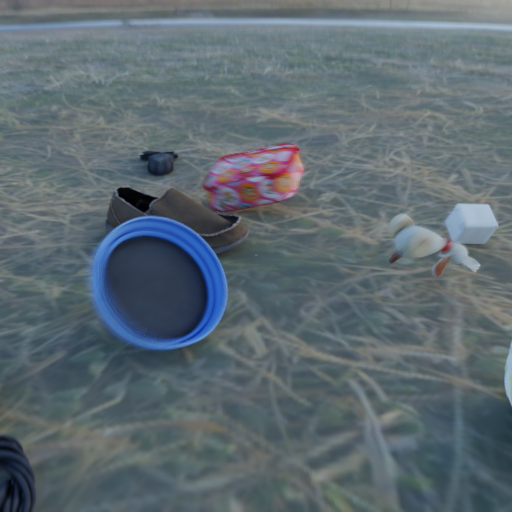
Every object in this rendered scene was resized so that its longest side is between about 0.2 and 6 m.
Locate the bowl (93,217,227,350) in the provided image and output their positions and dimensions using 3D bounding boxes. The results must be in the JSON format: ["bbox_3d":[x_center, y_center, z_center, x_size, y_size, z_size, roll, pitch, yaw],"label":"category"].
[{"bbox_3d":[-1.294,0.377,7.558,1.873,0.368,1.873,16,57,-26],"label":"bowl"}]

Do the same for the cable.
[{"bbox_3d":[-2.745,2.277,5.096,1.379,0.429,1.690,13,30,22],"label":"cable"}]

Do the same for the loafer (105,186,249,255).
[{"bbox_3d":[-1.499,-0.679,9.965,2.780,0.987,1.015,8,29,15],"label":"loafer"}]

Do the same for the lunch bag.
[{"bbox_3d":[-0.013,-1.691,11.603,1.918,0.786,1.689,-7,33,22],"label":"lunch bag"}]

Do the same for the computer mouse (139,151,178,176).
[{"bbox_3d":[-2.378,-2.366,13.735,0.995,0.379,1.436,-4,29,-10],"label":"computer mouse"}]

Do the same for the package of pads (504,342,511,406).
[{"bbox_3d":[3.956,1.867,5.138,2.527,1.115,3.271,4,28,4],"label":"package of pads"}]

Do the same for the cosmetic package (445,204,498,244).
[{"bbox_3d":[3.842,-0.568,10.017,0.633,0.522,0.522,1,54,-10],"label":"cosmetic package"}]

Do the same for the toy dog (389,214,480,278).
[{"bbox_3d":[2.602,-0.033,8.646,1.454,0.700,0.959,28,23,-12],"label":"toy dog"}]
